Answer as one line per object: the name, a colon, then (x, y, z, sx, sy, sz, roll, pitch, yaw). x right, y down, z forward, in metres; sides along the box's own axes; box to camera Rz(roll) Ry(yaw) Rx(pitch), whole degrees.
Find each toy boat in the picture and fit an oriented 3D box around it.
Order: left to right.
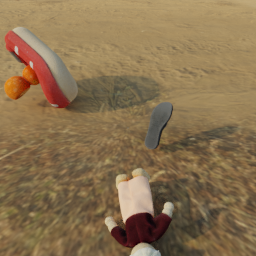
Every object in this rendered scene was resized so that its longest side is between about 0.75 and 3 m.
toy boat: (-3.040, -1.634, 8.902, 1.927, 1.924, 2.948, -45, 69, -8)

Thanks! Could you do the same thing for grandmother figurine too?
grandmother figurine: (0.230, 1.664, 5.011, 1.282, 0.640, 2.114, -28, 33, 16)

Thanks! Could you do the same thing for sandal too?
sandal: (0.753, -0.076, 7.000, 0.475, 1.250, 0.268, 27, 9, 26)
